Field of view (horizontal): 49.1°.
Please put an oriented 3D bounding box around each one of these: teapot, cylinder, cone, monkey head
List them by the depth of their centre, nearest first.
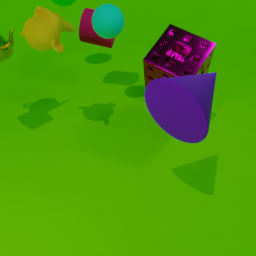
[{"bbox_3d":[1.128,-0.598,4.628,1.219,1.219,1.223,30,59,34],"label":"cone"},{"bbox_3d":[-1.880,-2.276,6.736,1.582,0.953,1.138,29,12,33],"label":"monkey head"},{"bbox_3d":[-3.646,-2.210,7.633,1.567,0.767,0.974,-17,10,14],"label":"teapot"},{"bbox_3d":[-0.981,-3.363,9.452,1.104,1.104,1.104,13,37,0],"label":"cylinder"}]

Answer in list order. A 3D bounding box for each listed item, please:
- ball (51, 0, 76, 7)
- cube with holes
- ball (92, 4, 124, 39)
[{"bbox_3d":[-2.394,-5.113,10.265,1.225,1.225,1.225,0,36,0],"label":"ball"},{"bbox_3d":[1.310,-1.597,7.363,1.297,1.297,1.297,30,73,17],"label":"cube with holes"},{"bbox_3d":[-0.565,-3.024,7.957,0.917,0.917,0.917,0,36,0],"label":"ball"}]
